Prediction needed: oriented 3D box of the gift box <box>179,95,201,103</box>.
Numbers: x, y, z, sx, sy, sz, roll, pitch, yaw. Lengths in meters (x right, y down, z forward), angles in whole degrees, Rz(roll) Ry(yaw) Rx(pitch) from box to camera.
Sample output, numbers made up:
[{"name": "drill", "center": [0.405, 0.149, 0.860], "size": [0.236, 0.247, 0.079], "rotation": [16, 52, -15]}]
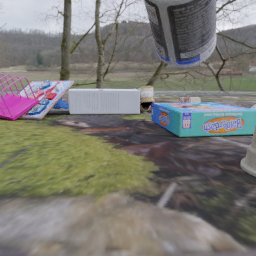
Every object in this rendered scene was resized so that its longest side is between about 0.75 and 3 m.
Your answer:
[{"name": "gift box", "center": [2.699, -1.093, 12.409], "size": [0.748, 0.801, 0.739], "rotation": [-8, 7, -33]}]

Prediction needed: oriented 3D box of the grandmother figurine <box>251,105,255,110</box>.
[{"name": "grandmother figurine", "center": [4.320, -0.378, 8.118], "size": [2.724, 0.825, 1.652], "rotation": [-11, -14, -37]}]

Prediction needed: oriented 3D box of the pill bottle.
[{"name": "pill bottle", "center": [1.150, -2.774, 6.161], "size": [1.542, 1.542, 2.710], "rotation": [3, -28, 19]}]

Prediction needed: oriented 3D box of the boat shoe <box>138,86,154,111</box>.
[{"name": "boat shoe", "center": [0.762, -1.168, 12.787], "size": [0.866, 0.812, 2.348], "rotation": [-4, -12, 2]}]

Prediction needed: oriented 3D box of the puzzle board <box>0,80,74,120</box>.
[{"name": "puzzle board", "center": [-3.609, -1.208, 10.924], "size": [2.080, 0.240, 2.761], "rotation": [3, 37, 18]}]

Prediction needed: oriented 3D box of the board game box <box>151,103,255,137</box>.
[{"name": "board game box", "center": [2.005, -0.322, 7.921], "size": [2.123, 0.628, 2.792], "rotation": [-1, 9, -8]}]

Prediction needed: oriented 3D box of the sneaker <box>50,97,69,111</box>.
[{"name": "sneaker", "center": [-3.056, -1.177, 12.973], "size": [1.345, 0.748, 0.516], "rotation": [2, 9, 12]}]

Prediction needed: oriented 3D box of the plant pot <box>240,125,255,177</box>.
[{"name": "plant pot", "center": [2.480, -0.112, 3.879], "size": [1.631, 1.493, 1.631], "rotation": [0, 9, 0]}]

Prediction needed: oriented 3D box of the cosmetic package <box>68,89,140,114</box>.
[{"name": "cosmetic package", "center": [-0.979, -1.142, 11.831], "size": [2.872, 1.063, 1.460], "rotation": [-2, 10, -4]}]

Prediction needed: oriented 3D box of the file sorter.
[{"name": "file sorter", "center": [-4.393, -1.198, 9.961], "size": [1.807, 1.133, 1.256], "rotation": [12, 42, 30]}]
